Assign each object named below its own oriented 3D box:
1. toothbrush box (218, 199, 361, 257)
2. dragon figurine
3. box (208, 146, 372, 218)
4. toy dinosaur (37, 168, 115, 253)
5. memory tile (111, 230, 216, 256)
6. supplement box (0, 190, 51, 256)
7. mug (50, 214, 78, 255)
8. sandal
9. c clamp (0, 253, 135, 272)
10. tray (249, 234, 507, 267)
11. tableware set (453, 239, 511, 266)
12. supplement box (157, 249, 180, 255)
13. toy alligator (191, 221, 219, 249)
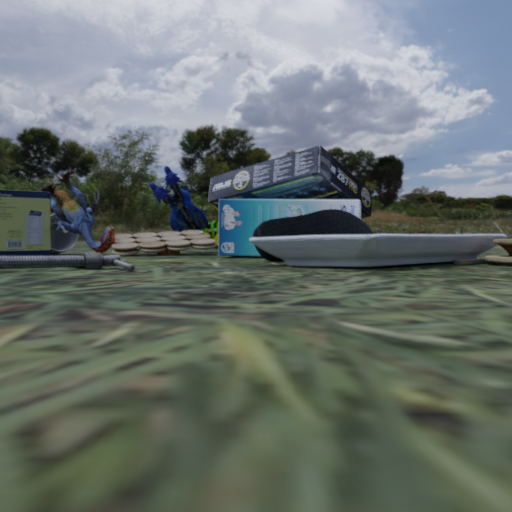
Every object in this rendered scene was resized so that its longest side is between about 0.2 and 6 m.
[{"bbox_3d":[0.694,-0.520,10.563,2.513,1.072,1.840,0,2,8],"label":"toothbrush box"},{"bbox_3d":[-1.635,-0.904,13.470,0.836,2.841,1.412,-29,24,4],"label":"dragon figurine"},{"bbox_3d":[0.731,-1.237,11.960,2.784,0.684,2.244,-11,-24,36],"label":"box"},{"bbox_3d":[-3.526,-0.839,11.463,1.056,1.825,2.011,-32,2,-8],"label":"toy dinosaur"},{"bbox_3d":[-1.975,-0.291,11.662,2.104,0.177,1.612,-4,13,-19],"label":"memory tile"},{"bbox_3d":[-4.685,-0.609,10.700,1.256,1.255,0.843,-2,3,-41],"label":"supplement box"},{"bbox_3d":[-4.491,-0.452,11.847,1.110,0.819,0.973,15,-17,-42],"label":"mug"},{"bbox_3d":[0.906,-0.280,8.966,2.250,0.846,0.539,-3,-25,-29],"label":"sandal"},{"bbox_3d":[-2.462,0.045,6.315,1.850,0.251,1.580,-1,2,-25],"label":"c clamp"},{"bbox_3d":[1.831,-0.094,7.774,3.628,0.402,1.948,-2,1,-45],"label":"tray"},{"bbox_3d":[4.278,-0.176,7.883,2.850,0.571,1.884,-2,3,-43],"label":"tableware set"},{"bbox_3d":[-1.847,-0.117,11.842,0.208,0.215,0.625,3,5,24],"label":"supplement box"},{"bbox_3d":[-1.571,-0.713,18.745,3.412,0.926,1.012,1,2,32],"label":"toy alligator"}]
